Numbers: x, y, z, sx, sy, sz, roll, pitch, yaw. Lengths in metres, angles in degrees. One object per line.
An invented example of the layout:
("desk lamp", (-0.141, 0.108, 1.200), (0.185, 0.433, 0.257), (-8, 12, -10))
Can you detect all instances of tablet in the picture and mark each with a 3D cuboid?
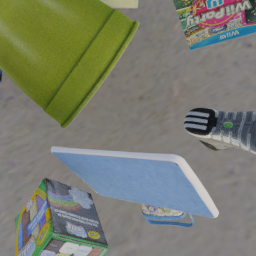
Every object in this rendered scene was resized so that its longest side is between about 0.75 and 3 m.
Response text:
("tablet", (0.020, 0.869, 4.771), (2.664, 1.733, 0.182), (-1, 51, 38))

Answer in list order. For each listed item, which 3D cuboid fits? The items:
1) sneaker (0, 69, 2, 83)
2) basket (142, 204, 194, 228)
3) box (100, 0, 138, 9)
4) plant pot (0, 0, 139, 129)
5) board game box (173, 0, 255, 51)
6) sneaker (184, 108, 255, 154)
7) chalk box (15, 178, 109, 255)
("sneaker", (-3.416, -1.345, 6.670), (1.131, 0.444, 0.426), (25, 115, 25))
("basket", (0.740, 1.568, 5.722), (1.021, 1.158, 0.805), (-6, 32, 24))
("box", (-0.890, -4.215, 6.731), (2.187, 1.202, 2.486), (-3, 115, -5))
("plant pot", (-1.696, -1.909, 5.879), (2.722, 2.827, 2.827), (35, 77, -15))
("board game box", (1.986, -3.143, 6.045), (2.030, 2.751, 0.884), (-11, 60, 22))
("sneaker", (2.356, 0.172, 5.934), (2.196, 1.268, 0.824), (17, 77, 26))
("chalk box", (-1.031, 1.729, 4.262), (0.987, 1.587, 0.982), (29, 105, -32))
